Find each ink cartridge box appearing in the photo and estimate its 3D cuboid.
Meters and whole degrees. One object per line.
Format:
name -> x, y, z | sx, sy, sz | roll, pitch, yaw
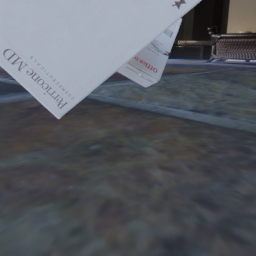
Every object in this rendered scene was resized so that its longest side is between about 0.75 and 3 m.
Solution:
ink cartridge box -> 0.379, -2.261, 7.321 | 1.425, 1.962, 0.818 | 26, -16, -18

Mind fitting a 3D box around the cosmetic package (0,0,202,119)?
cosmetic package -> -0.248, -1.261, 2.395 | 2.144, 1.210, 0.870 | -42, 38, 3
